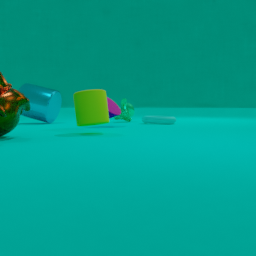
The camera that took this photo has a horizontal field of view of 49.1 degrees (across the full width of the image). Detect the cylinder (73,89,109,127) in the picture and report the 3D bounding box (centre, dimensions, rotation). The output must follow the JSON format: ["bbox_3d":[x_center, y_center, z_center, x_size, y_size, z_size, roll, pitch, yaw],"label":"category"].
[{"bbox_3d":[-0.866,-0.461,6.641,0.775,0.775,0.775,-7,-2,0],"label":"cylinder"}]

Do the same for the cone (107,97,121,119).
[{"bbox_3d":[-0.839,-0.429,9.037,0.881,0.884,0.881,33,25,-18],"label":"cone"}]

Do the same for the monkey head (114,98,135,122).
[{"bbox_3d":[-0.163,-0.659,11.513,0.851,0.713,1.184,-4,-34,11],"label":"monkey head"}]

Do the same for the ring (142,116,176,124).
[{"bbox_3d":[1.156,-0.305,10.457,1.281,0.256,1.281,1,5,0],"label":"ring"}]

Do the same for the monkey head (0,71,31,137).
[{"bbox_3d":[-2.754,-0.503,5.640,1.891,1.360,1.140,-14,22,43],"label":"monkey head"}]

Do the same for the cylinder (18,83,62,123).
[{"bbox_3d":[-3.319,-0.929,10.464,1.263,1.263,1.263,15,6,7],"label":"cylinder"}]
